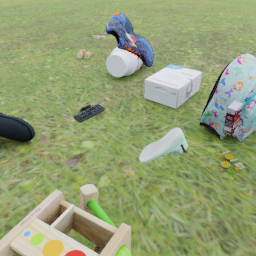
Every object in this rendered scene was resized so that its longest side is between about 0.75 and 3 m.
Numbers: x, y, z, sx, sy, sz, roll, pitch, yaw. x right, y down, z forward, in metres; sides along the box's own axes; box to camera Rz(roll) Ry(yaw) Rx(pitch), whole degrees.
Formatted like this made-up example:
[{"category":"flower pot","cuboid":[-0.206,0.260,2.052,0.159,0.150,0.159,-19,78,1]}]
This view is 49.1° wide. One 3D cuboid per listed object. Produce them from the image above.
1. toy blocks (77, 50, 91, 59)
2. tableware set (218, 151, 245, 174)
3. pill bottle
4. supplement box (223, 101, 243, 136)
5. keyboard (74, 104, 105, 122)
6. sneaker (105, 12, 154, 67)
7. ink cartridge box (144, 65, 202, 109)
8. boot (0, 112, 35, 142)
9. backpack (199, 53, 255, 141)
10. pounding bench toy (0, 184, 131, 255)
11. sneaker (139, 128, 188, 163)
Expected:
[{"category":"toy blocks","cuboid":[-2.733,-4.797,18.023,0.858,0.374,1.030,4,34,8]},{"category":"tableware set","cuboid":[3.327,1.149,9.250,0.639,0.146,0.949,-13,37,-14]},{"category":"pill bottle","cuboid":[0.050,-3.876,15.477,1.628,1.628,2.881,16,36,23]},{"category":"supplement box","cuboid":[3.222,-0.285,8.618,0.289,0.949,0.516,25,44,34]},{"category":"keyboard","cuboid":[-1.722,-0.753,11.988,0.758,0.289,1.457,24,40,32]},{"category":"sneaker","cuboid":[0.041,-2.340,7.814,0.683,1.742,0.656,-43,3,-11]},{"category":"ink cartridge box","cuboid":[2.115,-2.014,13.203,1.753,1.027,2.425,22,38,30]},{"category":"boot","cuboid":[-4.713,0.264,9.544,2.372,0.906,1.993,23,36,5]},{"category":"backpack","cuboid":[4.109,-1.122,10.172,2.152,2.859,2.538,33,44,30]},{"category":"pounding bench toy","cuboid":[-0.813,2.457,5.837,2.117,1.686,2.714,18,37,25]},{"category":"sneaker","cuboid":[0.894,0.592,6.670,1.196,0.705,0.440,-35,38,5]}]
